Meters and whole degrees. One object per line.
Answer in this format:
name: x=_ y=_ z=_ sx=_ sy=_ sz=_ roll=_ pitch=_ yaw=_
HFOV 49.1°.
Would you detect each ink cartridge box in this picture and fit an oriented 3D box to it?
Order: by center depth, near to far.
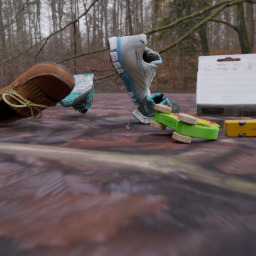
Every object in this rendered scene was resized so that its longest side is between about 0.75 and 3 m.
ink cartridge box: x=2.952 y=-1.261 z=8.121 sx=1.850 sy=0.649 sz=2.276 roll=1 pitch=43 yaw=14

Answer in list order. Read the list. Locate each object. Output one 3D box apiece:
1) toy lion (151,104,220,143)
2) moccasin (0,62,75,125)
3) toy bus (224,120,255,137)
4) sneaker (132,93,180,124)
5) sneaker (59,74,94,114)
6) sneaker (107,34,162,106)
toy lion: x=1.342 y=-0.067 z=5.904 sx=1.464 sy=0.524 sz=1.527 roll=9 pitch=11 yaw=-23
moccasin: x=-2.426 y=-0.703 z=6.656 sx=2.983 sy=1.152 sz=1.091 roll=-11 pitch=-42 yaw=31
toy bus: x=2.537 y=0.000 z=5.849 sx=0.966 sy=0.314 sz=0.378 roll=-2 pitch=9 yaw=8
sneaker: x=0.985 y=-0.642 z=8.157 sx=1.795 sy=0.819 sz=0.696 roll=-13 pitch=49 yaw=-43
sneaker: x=-1.605 y=-1.032 z=9.548 sx=1.079 sy=1.268 sz=2.780 roll=-4 pitch=20 yaw=7
sneaker: x=0.413 y=-1.472 z=7.544 sx=1.137 sy=0.984 sz=2.624 roll=-13 pitch=-28 yaw=13
